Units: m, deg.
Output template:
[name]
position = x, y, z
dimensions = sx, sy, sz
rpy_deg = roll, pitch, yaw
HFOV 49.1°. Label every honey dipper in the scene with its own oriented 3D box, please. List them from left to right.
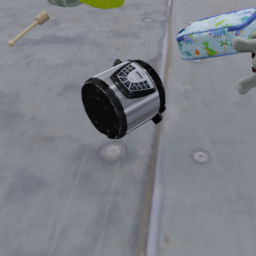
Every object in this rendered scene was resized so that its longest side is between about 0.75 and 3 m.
[honey dipper]
position = -2.607, -2.584, 7.307
dimensions = 0.263, 0.263, 1.387
rpy_deg = 25, 61, 26

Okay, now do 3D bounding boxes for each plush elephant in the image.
[plush elephant]
position = 1.745, -0.842, 3.390
dimensions = 0.839, 0.691, 0.650
rpy_deg = -13, 3, 35

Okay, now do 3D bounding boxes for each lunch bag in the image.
[lunch bag]
position = 1.943, -2.013, 5.994
dimensions = 1.619, 0.667, 1.301
rpy_deg = 5, 35, 44

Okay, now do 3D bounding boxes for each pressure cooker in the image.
[pressure cooker]
position = -0.012, -0.667, 5.746
dimensions = 1.546, 1.360, 1.381
rpy_deg = -31, 34, -29

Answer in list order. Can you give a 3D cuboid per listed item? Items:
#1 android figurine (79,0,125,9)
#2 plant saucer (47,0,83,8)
[android figurine]
position = -0.673, -3.428, 6.351
dimensions = 1.959, 2.152, 0.442
rpy_deg = 9, 80, 0
[plant saucer]
position = -1.653, -4.234, 8.728
dimensions = 1.806, 1.806, 0.453
rpy_deg = -24, 89, -25
